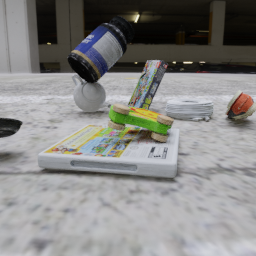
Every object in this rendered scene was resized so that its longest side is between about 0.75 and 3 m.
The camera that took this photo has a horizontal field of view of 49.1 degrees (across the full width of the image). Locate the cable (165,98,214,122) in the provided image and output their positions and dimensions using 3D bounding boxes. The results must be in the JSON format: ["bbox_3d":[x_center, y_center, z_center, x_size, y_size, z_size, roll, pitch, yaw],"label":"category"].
[{"bbox_3d":[2.284,-0.743,10.485,1.795,0.621,1.794,6,15,24],"label":"cable"}]

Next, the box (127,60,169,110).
[{"bbox_3d":[0.783,-1.717,11.392,0.366,2.110,1.161,24,-1,-30],"label":"box"}]

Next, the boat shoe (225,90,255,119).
[{"bbox_3d":[3.889,-0.672,9.550,0.781,0.888,2.496,37,8,17],"label":"boat shoe"}]

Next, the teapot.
[{"bbox_3d":[-1.494,-1.378,11.115,1.434,1.415,1.047,-2,-12,-17],"label":"teapot"}]

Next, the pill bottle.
[{"bbox_3d":[-0.940,-2.990,10.559,2.520,1.409,1.409,-49,34,-16],"label":"pill bottle"}]

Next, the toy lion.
[{"bbox_3d":[0.320,-0.237,6.491,1.564,0.537,1.499,14,14,-10],"label":"toy lion"}]

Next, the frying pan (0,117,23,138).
[{"bbox_3d":[-3.180,0.090,6.008,2.027,0.330,1.226,-14,-12,27],"label":"frying pan"}]

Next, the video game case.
[{"bbox_3d":[-0.169,0.391,6.369,2.598,0.327,2.855,3,13,11],"label":"video game case"}]
